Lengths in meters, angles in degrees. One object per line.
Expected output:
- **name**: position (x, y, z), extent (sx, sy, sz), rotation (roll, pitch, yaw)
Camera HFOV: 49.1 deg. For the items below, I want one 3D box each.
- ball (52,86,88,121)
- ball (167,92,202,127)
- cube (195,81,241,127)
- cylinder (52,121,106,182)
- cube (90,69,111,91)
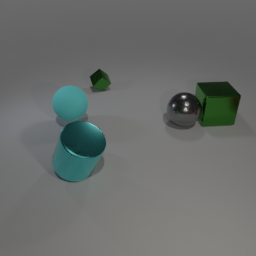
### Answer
- **ball**: position (-2.307, -0.983, 11.206), extent (1.400, 1.400, 1.400), rotation (0, 33, 0)
- **ball**: position (2.277, -0.755, 11.373), extent (1.400, 1.400, 1.400), rotation (0, 33, 0)
- **cube**: position (3.680, -1.031, 11.811), extent (1.400, 1.400, 1.400), rotation (-3, 33, -4)
- **cylinder**: position (-1.547, 0.734, 8.741), extent (1.400, 1.400, 1.400), rotation (15, 47, -16)
- **cube**: position (-1.394, -2.416, 14.159), extent (0.700, 0.700, 0.700), rotation (-34, 58, 21)
